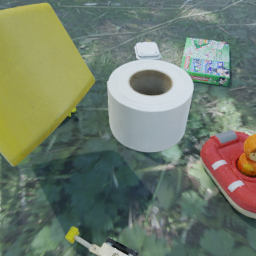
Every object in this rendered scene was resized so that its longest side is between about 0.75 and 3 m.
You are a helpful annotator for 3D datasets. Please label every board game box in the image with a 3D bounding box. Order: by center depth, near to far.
[{"bbox_3d":[3.126,-2.764,11.323,1.824,0.394,2.710,10,46,10],"label":"board game box"}]

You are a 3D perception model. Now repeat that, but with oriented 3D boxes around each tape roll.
[{"bbox_3d":[0.633,-0.711,8.416,2.434,1.671,2.434,0,46,-1],"label":"tape roll"}]

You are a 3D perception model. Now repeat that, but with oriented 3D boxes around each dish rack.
[{"bbox_3d":[0.838,-3.357,12.013,1.035,0.263,1.206,-4,45,-3],"label":"dish rack"}]

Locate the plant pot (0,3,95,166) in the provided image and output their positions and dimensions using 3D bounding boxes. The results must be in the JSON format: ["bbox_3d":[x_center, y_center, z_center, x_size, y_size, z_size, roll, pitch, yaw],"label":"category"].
[{"bbox_3d":[-2.189,-1.138,5.801,2.208,2.504,2.503,-36,21,-12],"label":"plant pot"}]

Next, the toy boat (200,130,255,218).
[{"bbox_3d":[3.052,0.847,6.865,1.692,1.694,2.592,-17,48,-16],"label":"toy boat"}]

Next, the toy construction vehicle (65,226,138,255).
[{"bbox_3d":[-0.676,3.114,5.459,2.098,0.739,1.827,17,59,20],"label":"toy construction vehicle"}]

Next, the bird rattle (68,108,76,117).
[{"bbox_3d":[-2.562,-0.747,9.136,1.527,0.860,1.245,16,64,19],"label":"bird rattle"}]
